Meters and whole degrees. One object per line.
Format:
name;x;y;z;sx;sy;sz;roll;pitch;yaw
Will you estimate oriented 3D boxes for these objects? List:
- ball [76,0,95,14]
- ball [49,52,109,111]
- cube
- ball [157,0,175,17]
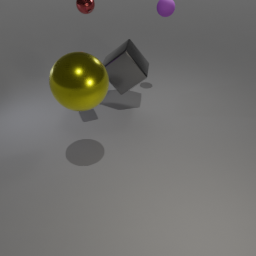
ball;-1.603;-4.668;10.549;0.700;0.700;0.700;0;33;0
ball;-1.152;-1.095;6.665;1.400;1.400;1.400;0;33;0
cube;-0.108;-2.529;11.602;1.400;1.400;1.400;-31;26;26
ball;1.443;-4.613;10.693;0.700;0.700;0.700;0;33;0
